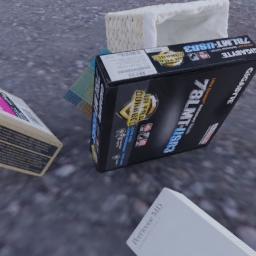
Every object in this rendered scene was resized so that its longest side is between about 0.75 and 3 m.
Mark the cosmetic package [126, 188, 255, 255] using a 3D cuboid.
[{"bbox_3d":[1.060,1.813,3.663,2.024,0.721,1.026,34,90,38],"label":"cosmetic package"}]

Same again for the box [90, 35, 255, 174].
[{"bbox_3d":[0.705,-0.303,5.228,2.725,2.745,0.682,-11,57,-17],"label":"box"}]

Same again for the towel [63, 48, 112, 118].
[{"bbox_3d":[-0.574,-0.947,6.285,1.088,0.161,1.484,38,84,5],"label":"towel"}]

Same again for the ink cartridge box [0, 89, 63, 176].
[{"bbox_3d":[-2.772,-0.188,5.727,2.397,1.975,0.900,38,93,38],"label":"ink cartridge box"}]

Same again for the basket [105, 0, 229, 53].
[{"bbox_3d":[1.037,-1.931,7.582,2.626,2.649,2.131,-22,30,-28],"label":"basket"}]
